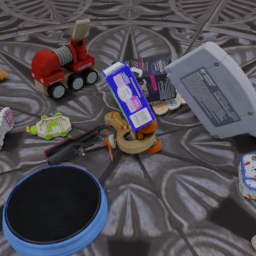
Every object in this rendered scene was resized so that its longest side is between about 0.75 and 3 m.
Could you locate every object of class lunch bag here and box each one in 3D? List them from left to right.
[{"bbox_3d":[4.007,1.441,7.760,1.754,0.663,1.405,7,41,10],"label":"lunch bag"}]

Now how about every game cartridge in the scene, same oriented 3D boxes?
[{"bbox_3d":[2.656,-1.033,8.434,1.990,2.988,0.621,-24,21,49],"label":"game cartridge"}]

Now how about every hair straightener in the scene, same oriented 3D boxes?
[{"bbox_3d":[-1.405,0.581,8.640,2.311,0.473,0.889,-24,45,-11],"label":"hair straightener"}]

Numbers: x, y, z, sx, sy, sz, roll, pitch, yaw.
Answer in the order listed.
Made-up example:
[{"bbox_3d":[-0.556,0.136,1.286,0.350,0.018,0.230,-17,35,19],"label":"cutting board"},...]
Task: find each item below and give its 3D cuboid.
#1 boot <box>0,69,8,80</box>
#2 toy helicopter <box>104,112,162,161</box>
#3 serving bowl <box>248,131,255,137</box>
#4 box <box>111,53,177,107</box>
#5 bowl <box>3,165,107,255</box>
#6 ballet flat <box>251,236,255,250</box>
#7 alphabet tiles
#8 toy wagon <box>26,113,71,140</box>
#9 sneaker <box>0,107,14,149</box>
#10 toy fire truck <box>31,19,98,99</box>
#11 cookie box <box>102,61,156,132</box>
[{"bbox_3d":[-6.261,-2.487,12.609,1.237,0.611,1.594,-30,48,-32],"label":"boot"},{"bbox_3d":[-0.190,0.126,9.366,1.716,1.023,2.595,-27,35,-17],"label":"toy helicopter"},{"bbox_3d":[5.160,-0.465,9.450,2.379,0.783,2.379,-11,25,5],"label":"serving bowl"},{"bbox_3d":[0.568,-1.783,10.451,2.273,1.205,1.389,-7,43,8],"label":"box"},{"bbox_3d":[-1.858,1.990,7.179,2.632,0.517,2.632,0,39,0],"label":"bowl"},{"bbox_3d":[3.770,2.757,6.126,1.930,0.649,0.657,19,43,22],"label":"ballet flat"},{"bbox_3d":[1.370,-1.631,11.221,2.581,0.188,2.525,-23,48,-1],"label":"alphabet tiles"},{"bbox_3d":[-2.783,-0.029,9.842,1.490,0.295,1.156,-13,40,-14],"label":"toy wagon"},{"bbox_3d":[-4.552,-0.008,9.489,0.866,0.788,1.958,-4,40,7],"label":"sneaker"},{"bbox_3d":[-2.478,-2.909,11.245,2.613,2.969,1.910,-31,47,-33],"label":"toy fire truck"},{"bbox_3d":[-0.047,-1.061,8.664,0.787,1.792,2.095,-28,17,1],"label":"cookie box"}]
